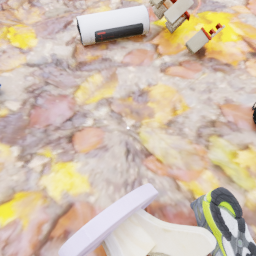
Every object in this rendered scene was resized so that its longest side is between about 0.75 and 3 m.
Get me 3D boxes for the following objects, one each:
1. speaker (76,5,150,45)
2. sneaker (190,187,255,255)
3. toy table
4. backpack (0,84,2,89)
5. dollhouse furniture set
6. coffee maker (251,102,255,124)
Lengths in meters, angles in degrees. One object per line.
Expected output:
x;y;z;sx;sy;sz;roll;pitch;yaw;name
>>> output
-0.515;-3.427;9.356;2.336;0.949;0.949;-13;55;-10;speaker
1.834;2.219;5.156;0.824;0.902;2.229;-11;77;-24;sneaker
0.143;2.022;4.686;1.435;2.253;2.451;48;31;16;toy table
-4.012;-1.014;7.806;0.806;0.594;0.883;19;33;13;backpack
1.764;-3.502;8.634;1.170;2.271;2.246;-41;93;14;dollhouse furniture set
3.883;-0.322;7.177;1.101;0.742;1.058;16;43;4;coffee maker
